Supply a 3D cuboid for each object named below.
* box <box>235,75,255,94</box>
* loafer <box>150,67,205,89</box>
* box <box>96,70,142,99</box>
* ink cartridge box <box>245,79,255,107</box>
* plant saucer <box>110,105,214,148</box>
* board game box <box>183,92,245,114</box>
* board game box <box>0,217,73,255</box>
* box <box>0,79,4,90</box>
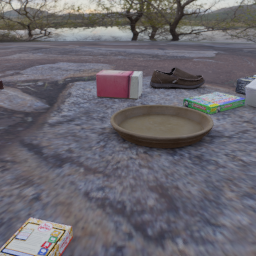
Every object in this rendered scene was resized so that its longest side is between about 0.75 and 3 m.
[{"bbox_3d":[6.027,-1.648,11.200,2.088,0.636,2.591,-16,26,-40],"label":"box"},{"bbox_3d":[2.212,-2.236,12.401,2.471,0.877,0.902,-2,21,-5],"label":"loafer"},{"bbox_3d":[-0.317,-1.731,11.012,1.667,0.908,1.066,4,21,10],"label":"box"},{"bbox_3d":[5.148,-1.394,9.418,1.900,0.800,1.374,-34,34,-20],"label":"ink cartridge box"},{"bbox_3d":[0.875,-0.100,7.440,2.682,0.395,2.682,-1,21,0],"label":"plant saucer"},{"bbox_3d":[2.998,-0.897,9.737,1.808,0.263,1.217,-14,24,-32],"label":"board game box"},{"bbox_3d":[-1.171,1.499,3.446,0.657,0.201,0.868,6,22,16],"label":"board game box"},{"bbox_3d":[-5.988,-1.835,12.042,1.090,0.409,0.546,-11,23,-31],"label":"box"}]
